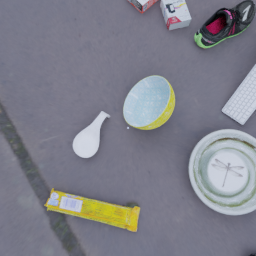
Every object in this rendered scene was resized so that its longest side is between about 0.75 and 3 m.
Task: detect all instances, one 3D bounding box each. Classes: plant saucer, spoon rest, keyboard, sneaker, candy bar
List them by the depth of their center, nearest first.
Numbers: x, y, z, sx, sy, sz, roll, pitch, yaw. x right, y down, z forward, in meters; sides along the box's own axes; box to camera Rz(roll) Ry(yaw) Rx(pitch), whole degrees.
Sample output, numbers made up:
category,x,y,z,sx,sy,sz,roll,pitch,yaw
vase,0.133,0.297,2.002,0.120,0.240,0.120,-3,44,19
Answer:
category,x,y,z,sx,sy,sz,roll,pitch,yaw
candy bar,-0.984,2.225,7.692,2.638,0.292,0.658,12,79,3
plant saucer,2.783,1.207,7.772,2.297,0.576,2.297,0,77,0
keyboard,3.819,-1.381,8.055,0.750,0.142,2.664,38,103,17
spoon rest,-1.024,0.155,8.076,0.740,0.451,1.490,28,78,6
sneaker,3.086,-3.252,8.575,2.222,0.931,0.853,-36,80,-7

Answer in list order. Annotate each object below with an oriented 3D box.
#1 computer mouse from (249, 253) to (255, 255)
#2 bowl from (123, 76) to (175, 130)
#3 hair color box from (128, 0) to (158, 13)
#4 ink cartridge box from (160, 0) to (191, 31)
category,x,y,z,sx,sy,sz,roll,pitch,yaw
computer mouse,4.048,4.543,7.046,1.846,0.703,2.666,-5,67,-1
bowl,0.739,-0.589,7.925,1.600,0.861,1.600,-22,53,33
hair color box,0.713,-4.533,9.104,1.464,0.468,0.812,-42,81,-10
ink cartridge box,1.508,-3.706,8.947,0.712,0.404,0.977,-15,78,-3
